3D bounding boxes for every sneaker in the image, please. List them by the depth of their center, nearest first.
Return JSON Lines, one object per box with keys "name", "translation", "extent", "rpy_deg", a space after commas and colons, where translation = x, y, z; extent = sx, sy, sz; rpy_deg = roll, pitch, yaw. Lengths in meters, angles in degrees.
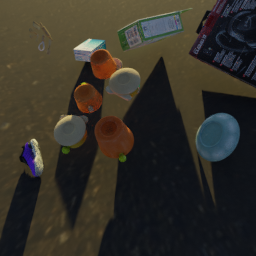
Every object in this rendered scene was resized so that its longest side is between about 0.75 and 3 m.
{"name": "sneaker", "translation": [-2.303, 0.758, 6.591], "extent": [0.468, 0.327, 0.941], "rpy_deg": [-22, 61, 4]}

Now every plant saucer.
{"name": "plant saucer", "translation": [2.010, 0.177, 6.571], "extent": [0.231, 1.203, 1.203], "rpy_deg": [21, 42, -34]}

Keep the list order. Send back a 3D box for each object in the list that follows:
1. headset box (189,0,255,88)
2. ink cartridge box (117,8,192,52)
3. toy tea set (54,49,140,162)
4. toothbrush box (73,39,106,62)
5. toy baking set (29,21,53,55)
{"name": "headset box", "translation": [3.267, -2.490, 7.884], "extent": [2.809, 2.090, 1.085], "rpy_deg": [33, 17, 21]}
{"name": "ink cartridge box", "translation": [0.945, -3.138, 8.932], "extent": [2.286, 0.678, 1.187], "rpy_deg": [-25, 14, -29]}
{"name": "toy tea set", "translation": [-0.507, -0.541, 6.864], "extent": [1.741, 1.084, 2.928], "rpy_deg": [10, 66, 18]}
{"name": "toothbrush box", "translation": [-1.200, -2.498, 8.984], "extent": [0.669, 0.390, 0.914], "rpy_deg": [12, 40, 22]}
{"name": "toy baking set", "translation": [-2.571, -2.678, 8.352], "extent": [0.113, 0.971, 0.746], "rpy_deg": [-13, 37, 36]}
